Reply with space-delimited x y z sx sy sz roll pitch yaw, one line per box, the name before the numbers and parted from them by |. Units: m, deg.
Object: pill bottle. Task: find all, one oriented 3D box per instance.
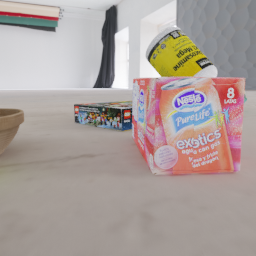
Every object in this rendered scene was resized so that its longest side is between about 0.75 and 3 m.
pill bottle | 1.864 -1.847 8.996 1.470 2.615 1.470 -34 -16 -11

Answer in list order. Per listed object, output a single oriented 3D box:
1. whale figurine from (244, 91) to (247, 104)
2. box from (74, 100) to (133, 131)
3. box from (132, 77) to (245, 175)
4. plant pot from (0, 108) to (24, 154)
whale figurine | 4.047 -0.987 11.172 1.355 0.884 1.703 -3 -15 9
box | 0.236 -0.467 8.200 2.982 0.562 2.036 -9 13 -43
box | 0.761 -0.219 4.606 1.169 1.267 2.470 -1 9 -5
plant pot | -2.379 0.099 4.411 1.453 0.671 1.453 -1 12 0
